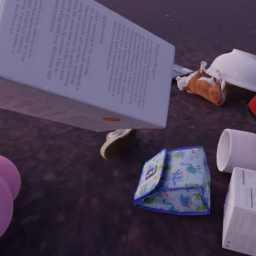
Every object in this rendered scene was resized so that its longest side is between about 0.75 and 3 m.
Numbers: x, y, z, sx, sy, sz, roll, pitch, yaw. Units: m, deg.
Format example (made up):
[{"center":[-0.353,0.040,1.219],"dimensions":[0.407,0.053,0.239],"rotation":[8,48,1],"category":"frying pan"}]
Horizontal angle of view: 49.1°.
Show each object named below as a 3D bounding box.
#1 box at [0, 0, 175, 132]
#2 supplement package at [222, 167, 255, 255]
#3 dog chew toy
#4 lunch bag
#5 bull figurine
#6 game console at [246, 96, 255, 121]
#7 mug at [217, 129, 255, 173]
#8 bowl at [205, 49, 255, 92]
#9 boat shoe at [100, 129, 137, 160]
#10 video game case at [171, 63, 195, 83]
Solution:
[{"center":[-0.883,-0.866,4.260],"dimensions":[2.543,1.352,1.936],"rotation":[15,-12,-37],"category":"box"},{"center":[2.361,1.454,4.659],"dimensions":[1.339,1.016,1.008],"rotation":[10,34,15],"category":"supplement package"},{"center":[-2.652,1.357,4.349],"dimensions":[1.724,1.724,2.769],"rotation":[4,25,6],"category":"dog chew toy"},{"center":[0.866,1.029,5.551],"dimensions":[1.396,0.890,1.187],"rotation":[-11,29,23],"category":"lunch bag"},{"center":[2.542,-1.522,9.392],"dimensions":[0.638,1.189,1.959],"rotation":[-10,36,-44],"category":"bull figurine"},{"center":[3.681,0.079,5.493],"dimensions":[1.409,2.046,2.374],"rotation":[-27,71,-11],"category":"game console"},{"center":[2.662,0.566,6.297],"dimensions":[1.130,0.951,1.289],"rotation":[9,2,3],"category":"mug"},{"center":[3.884,-1.983,9.431],"dimensions":[2.297,1.032,2.297],"rotation":[17,19,-6],"category":"bowl"},{"center":[-0.297,0.337,6.948],"dimensions":[0.471,0.523,1.451],"rotation":[11,28,27],"category":"boat shoe"},{"center":[1.152,-2.154,11.137],"dimensions":[2.492,0.236,1.780],"rotation":[-22,38,-29],"category":"video game case"}]
